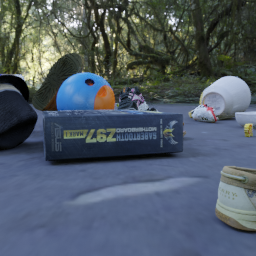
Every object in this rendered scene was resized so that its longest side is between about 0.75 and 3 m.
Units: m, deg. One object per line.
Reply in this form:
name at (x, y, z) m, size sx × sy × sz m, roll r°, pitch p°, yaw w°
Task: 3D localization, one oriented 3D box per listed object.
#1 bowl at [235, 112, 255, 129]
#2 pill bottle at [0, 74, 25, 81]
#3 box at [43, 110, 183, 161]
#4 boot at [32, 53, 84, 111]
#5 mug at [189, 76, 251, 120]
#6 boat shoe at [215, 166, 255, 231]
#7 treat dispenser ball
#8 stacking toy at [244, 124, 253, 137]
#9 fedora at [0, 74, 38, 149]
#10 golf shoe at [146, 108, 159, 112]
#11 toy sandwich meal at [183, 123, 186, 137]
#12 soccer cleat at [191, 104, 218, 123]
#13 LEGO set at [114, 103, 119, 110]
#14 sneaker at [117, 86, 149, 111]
bowl at (4.208, -0.246, 8.801) m, size 1.343 × 0.502 × 1.345 m, roll -4°, pitch 8°, yaw -35°
pill bottle at (-4.010, -0.585, 6.980) m, size 2.761 × 1.532 × 1.532 m, roll -2°, pitch 6°, yaw -13°
box at (-0.518, 0.009, 5.398) m, size 2.168 × 0.701 × 2.750 m, roll -3°, pitch 6°, yaw -17°
boot at (-1.793, -1.280, 9.493) m, size 0.842 × 2.230 × 2.547 m, roll 50°, pitch 12°, yaw 17°
mug at (4.063, -1.036, 12.467) m, size 1.920 × 2.397 × 1.968 m, roll 39°, pitch 35°, yaw 24°
boat shoe at (1.352, 0.486, 2.203) m, size 1.383 × 0.434 × 0.507 m, roll -2°, pitch 6°, yaw -19°
treat dispenser ball at (-1.179, -0.731, 7.901) m, size 1.634 × 1.634 × 1.634 m, roll 0°, pitch 6°, yaw 0°
stacking toy at (3.664, 0.037, 6.906) m, size 1.106 × 0.345 × 1.467 m, roll 5°, pitch 7°, yaw 41°
fedora at (-2.256, -0.134, 5.102) m, size 0.792 × 1.733 × 1.733 m, roll 33°, pitch 14°, yaw 11°
golf shoe at (1.274, -0.830, 15.080) m, size 0.561 × 0.462 × 1.188 m, roll 18°, pitch -1°, yaw -25°
toy sandwich meal at (0.832, 0.034, 6.483) m, size 1.050 × 0.360 × 1.050 m, roll -4°, pitch 8°, yaw 1°
soccer cleat at (2.976, -0.509, 11.032) m, size 0.807 × 0.650 × 1.895 m, roll -24°, pitch 13°, yaw 7°
LEGO set at (-0.383, -0.625, 11.221) m, size 0.904 × 0.732 × 1.966 m, roll 4°, pitch 7°, yaw 32°
sneaker at (-0.027, -0.922, 10.383) m, size 1.041 × 1.119 × 2.592 m, roll -17°, pitch 10°, yaw 16°
